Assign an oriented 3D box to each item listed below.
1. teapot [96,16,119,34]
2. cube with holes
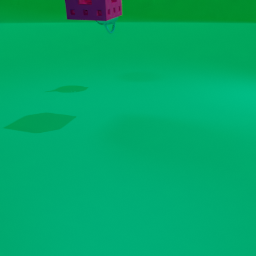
[{"bbox_3d":[-1.003,-4.559,10.753,0.953,1.947,1.210,-43,33,-24],"label":"teapot"},{"bbox_3d":[-0.885,-3.473,7.283,1.118,1.118,1.118,9,31,17],"label":"cube with holes"}]
